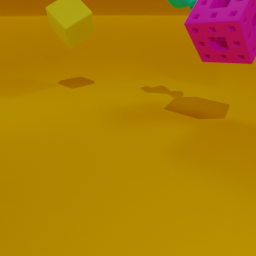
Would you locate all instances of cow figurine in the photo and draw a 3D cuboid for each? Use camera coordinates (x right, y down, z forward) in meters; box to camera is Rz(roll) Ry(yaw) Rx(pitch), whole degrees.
[{"bbox_3d":[1.508,-3.536,7.522,1.463,0.803,1.439,21,23,-31],"label":"cow figurine"}]

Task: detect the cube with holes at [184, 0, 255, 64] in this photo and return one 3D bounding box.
[{"bbox_3d":[2.356,-2.441,6.538,1.289,1.289,1.289,15,69,42],"label":"cube with holes"}]

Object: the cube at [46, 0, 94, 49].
[{"bbox_3d":[-1.909,-3.579,9.390,1.087,1.087,1.087,-38,77,-15],"label":"cube"}]
